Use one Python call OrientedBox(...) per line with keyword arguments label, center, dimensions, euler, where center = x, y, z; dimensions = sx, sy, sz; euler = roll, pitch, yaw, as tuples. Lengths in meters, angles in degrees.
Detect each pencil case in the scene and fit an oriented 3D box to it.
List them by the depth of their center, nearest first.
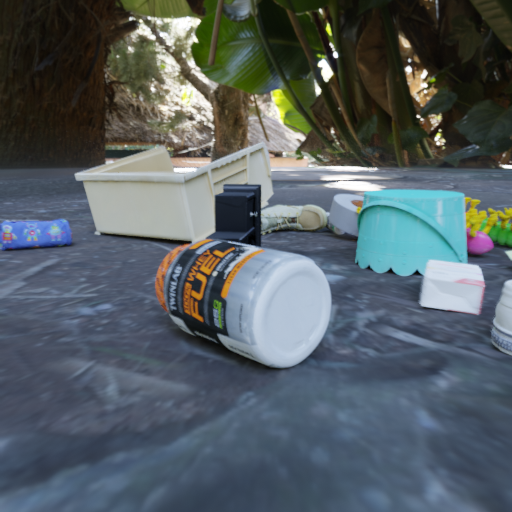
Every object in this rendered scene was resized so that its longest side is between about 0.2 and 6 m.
OrientedBox(label="pencil case", center=(-4.506, -0.452, 11.425), dimensions=(1.424, 0.618, 0.556), euler=(-4, -10, -25))

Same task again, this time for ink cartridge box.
OrientedBox(label="ink cartridge box", center=(2.679, 0.393, 7.665), dimensions=(0.726, 0.421, 1.247), euler=(9, 14, 18))

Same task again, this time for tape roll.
OrientedBox(label="tape roll", center=(2.473, -0.883, 12.678), dimensions=(1.616, 0.534, 1.616), euler=(12, 21, -5))

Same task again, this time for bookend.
OrientedBox(label="bookend", center=(-0.356, -0.387, 9.015), dimensions=(0.667, 1.449, 1.440), euler=(2, 11, 10))

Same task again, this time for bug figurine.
OrientedBox(label="bug figurine", center=(3.998, -0.662, 11.709), dimensions=(3.619, 0.931, 2.807), euler=(-5, 18, -41))

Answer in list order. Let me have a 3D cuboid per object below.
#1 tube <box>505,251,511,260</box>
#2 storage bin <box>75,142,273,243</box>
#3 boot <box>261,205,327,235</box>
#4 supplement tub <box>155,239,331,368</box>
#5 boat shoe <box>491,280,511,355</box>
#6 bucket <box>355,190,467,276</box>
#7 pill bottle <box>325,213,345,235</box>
OrientedBox(label="tube", center=(5.136, 0.082, 9.305), dimensions=(1.737, 0.451, 0.504), euler=(-2, -7, -1))
OrientedBox(label="storage bin", center=(-1.750, -1.606, 13.094), dimensions=(3.246, 1.521, 3.223), euler=(5, 25, 34))
OrientedBox(label="boot", center=(0.641, -0.836, 13.290), dimensions=(1.793, 0.646, 1.386), euler=(10, 17, 41))
OrientedBox(label="supplement tub", center=(-0.215, 0.418, 5.889), dimensions=(1.111, 1.111, 1.813), euler=(-10, 14, -41))
OrientedBox(label="boat shoe", center=(3.631, 0.369, 6.098), dimensions=(2.518, 0.879, 0.893), euler=(-10, 22, -20))
OrientedBox(label="bucket", center=(2.701, -0.462, 9.786), dimensions=(1.983, 1.290, 1.983), euler=(-1, 11, 0))
OrientedBox(label="pill bottle", center=(1.852, -0.779, 13.345), dimensions=(0.379, 0.379, 0.671), euler=(-6, 24, -26))
